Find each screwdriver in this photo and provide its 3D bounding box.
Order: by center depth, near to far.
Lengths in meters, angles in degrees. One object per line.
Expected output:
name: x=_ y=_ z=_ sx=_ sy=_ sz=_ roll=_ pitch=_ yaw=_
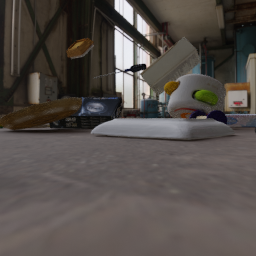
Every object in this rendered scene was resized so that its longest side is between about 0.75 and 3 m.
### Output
screwdriver: x=-0.237 y=-1.704 z=8.354 sx=1.699 sy=0.247 sz=0.237 roll=-11 pitch=3 yaw=-15

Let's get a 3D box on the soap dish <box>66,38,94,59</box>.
soap dish: x=-2.622 y=-4.328 z=15.169 sx=1.394 sy=1.097 sz=0.566 roll=5 pitch=-39 yaw=46

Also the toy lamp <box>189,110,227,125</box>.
toy lamp: x=2.673 y=-0.263 z=9.775 sx=0.746 sy=0.746 sz=2.564 roll=0 pitch=4 yaw=-1

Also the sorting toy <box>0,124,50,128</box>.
sorting toy: x=-4.411 y=-0.257 z=12.345 sx=1.391 sy=0.488 sz=2.885 roll=1 pitch=2 yaw=29

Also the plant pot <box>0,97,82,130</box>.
plant pot: x=-2.828 y=-0.415 z=9.382 sx=2.778 sy=0.382 sz=2.778 roll=-17 pitch=0 yaw=0

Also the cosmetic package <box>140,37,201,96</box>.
cosmetic package: x=2.141 y=-3.025 z=14.083 sx=2.807 sy=1.026 sz=1.453 roll=-39 pitch=-25 yaw=9

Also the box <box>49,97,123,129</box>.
box: x=-1.674 y=-0.663 z=11.615 sx=2.612 sy=0.569 sz=2.092 roll=1 pitch=26 yaw=11

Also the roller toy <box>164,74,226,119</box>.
roller toy: x=2.872 y=-1.172 z=11.774 sx=2.411 sy=1.685 sz=2.199 roll=2 pitch=-24 yaw=40

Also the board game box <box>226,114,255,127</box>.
board game box: x=5.945 y=-0.382 z=13.902 sx=2.817 sy=0.611 sz=2.804 roll=1 pitch=2 yaw=19

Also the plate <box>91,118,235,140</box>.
plate: x=0.858 y=-0.026 z=6.599 sx=2.545 sy=0.412 sz=2.550 roll=2 pitch=3 yaw=39
